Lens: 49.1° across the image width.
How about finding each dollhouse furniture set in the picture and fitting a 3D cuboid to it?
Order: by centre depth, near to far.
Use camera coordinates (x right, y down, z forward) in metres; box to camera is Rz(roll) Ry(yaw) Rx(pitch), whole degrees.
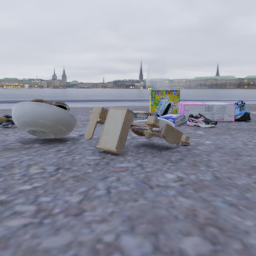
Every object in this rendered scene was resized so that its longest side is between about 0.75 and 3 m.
[{"bbox_3d":[0.247,0.341,7.564,1.897,1.086,2.224,9,-12,44],"label":"dollhouse furniture set"}]

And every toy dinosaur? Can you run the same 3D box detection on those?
[{"bbox_3d":[-5.295,-0.177,11.486,1.501,0.869,1.654,-11,-35,18],"label":"toy dinosaur"}]

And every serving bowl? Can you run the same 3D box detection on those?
[{"bbox_3d":[-2.503,-0.103,8.277,1.886,0.620,1.886,7,-20,2],"label":"serving bowl"}]

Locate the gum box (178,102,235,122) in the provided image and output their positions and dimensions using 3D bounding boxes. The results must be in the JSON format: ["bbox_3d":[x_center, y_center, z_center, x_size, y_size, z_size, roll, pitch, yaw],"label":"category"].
[{"bbox_3d":[3.939,-0.825,14.070,2.643,0.874,1.500,0,8,0],"label":"gum box"}]

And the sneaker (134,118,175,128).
[{"bbox_3d":[0.997,-0.120,9.879,1.697,0.600,0.842,0,12,36],"label":"sneaker"}]

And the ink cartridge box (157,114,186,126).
[{"bbox_3d":[1.964,-0.360,12.529,0.818,0.385,1.739,3,8,25],"label":"ink cartridge box"}]

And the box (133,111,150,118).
[{"bbox_3d":[0.675,-0.790,16.059,0.960,0.293,1.212,-1,7,-10],"label":"box"}]

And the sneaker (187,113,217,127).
[{"bbox_3d":[3.082,-0.339,11.756,1.289,0.557,0.518,5,10,29],"label":"sneaker"}]

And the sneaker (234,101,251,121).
[{"bbox_3d":[5.661,-0.901,14.284,0.853,0.979,2.176,1,9,5],"label":"sneaker"}]

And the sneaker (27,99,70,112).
[{"bbox_3d":[-4.898,-1.257,16.989,2.802,0.987,1.058,-6,12,-34],"label":"sneaker"}]

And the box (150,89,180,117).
[{"bbox_3d":[2.073,-1.419,15.959,1.620,1.560,0.988,1,7,0],"label":"box"}]

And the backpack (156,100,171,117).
[{"bbox_3d":[1.890,-1.042,14.681,0.741,0.908,0.698,-16,61,-49],"label":"backpack"}]
